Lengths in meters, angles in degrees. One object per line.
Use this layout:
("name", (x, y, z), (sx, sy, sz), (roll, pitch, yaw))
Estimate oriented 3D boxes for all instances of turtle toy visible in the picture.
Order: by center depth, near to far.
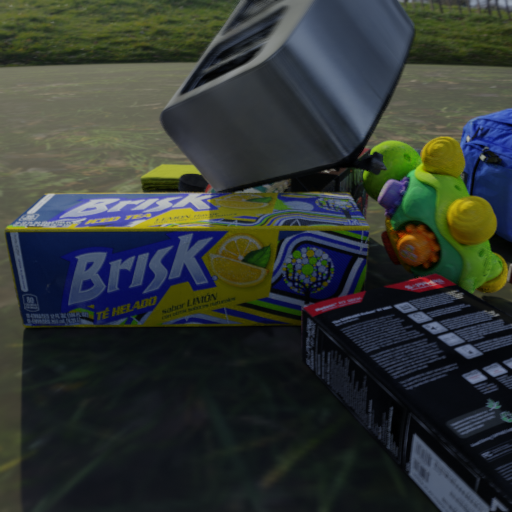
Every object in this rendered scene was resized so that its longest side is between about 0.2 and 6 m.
("turtle toy", (2.414, -0.603, 7.926), (1.407, 2.028, 2.783), (-23, 53, 17))

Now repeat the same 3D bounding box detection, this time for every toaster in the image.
("toaster", (0.489, -2.401, 7.476), (3.022, 1.793, 2.732), (-5, 50, 48))

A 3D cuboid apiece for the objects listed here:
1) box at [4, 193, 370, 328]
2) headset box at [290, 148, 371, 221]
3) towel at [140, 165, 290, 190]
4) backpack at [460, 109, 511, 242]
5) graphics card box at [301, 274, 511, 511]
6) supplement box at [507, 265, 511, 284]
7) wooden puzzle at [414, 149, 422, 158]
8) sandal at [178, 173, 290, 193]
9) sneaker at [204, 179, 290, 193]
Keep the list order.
("box", (-0.828, 0.001, 7.537), (4.398, 1.414, 1.541), (-1, 23, 0))
("headset box", (1.297, -0.885, 9.345), (0.799, 1.583, 2.130), (10, 26, 23))
("towel", (-0.407, -1.811, 13.130), (4.242, 0.383, 1.826), (3, 18, 8))
("backpack", (4.718, -1.488, 9.851), (2.395, 2.320, 2.855), (-8, 25, -12))
("graphics card box", (2.007, 1.267, 5.379), (1.979, 0.802, 3.155), (-11, 25, -23))
("supplement box", (4.137, 0.408, 7.997), (0.524, 0.293, 0.963), (-6, 23, -15))
("wooden puzzle", (3.235, -1.559, 10.937), (1.062, 1.146, 0.265), (2, -14, -31))
("sandal", (-0.214, -1.399, 11.324), (2.662, 0.570, 1.012), (5, 26, -12))
("sneaker", (0.219, -1.147, 10.028), (2.219, 1.037, 0.781), (-21, -20, 4))
